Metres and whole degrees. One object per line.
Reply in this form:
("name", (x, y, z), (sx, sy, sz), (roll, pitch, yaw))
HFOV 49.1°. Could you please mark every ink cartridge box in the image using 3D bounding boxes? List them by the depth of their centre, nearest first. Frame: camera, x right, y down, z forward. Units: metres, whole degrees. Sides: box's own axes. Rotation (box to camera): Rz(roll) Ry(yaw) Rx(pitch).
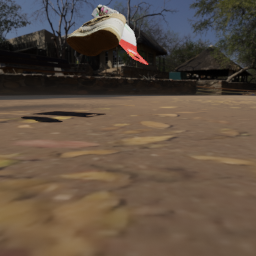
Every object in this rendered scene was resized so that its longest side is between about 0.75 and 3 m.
("ink cartridge box", (-0.091, -3.441, 10.512), (2.306, 0.578, 1.856), (47, 19, 11))

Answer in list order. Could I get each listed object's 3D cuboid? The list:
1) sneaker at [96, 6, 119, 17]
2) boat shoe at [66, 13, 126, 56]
("sneaker", (-0.637, -3.399, 8.270), (0.798, 0.325, 0.352), (22, 5, 25))
("boat shoe", (-0.975, -2.931, 8.755), (2.604, 0.901, 0.960), (9, -24, 48))
